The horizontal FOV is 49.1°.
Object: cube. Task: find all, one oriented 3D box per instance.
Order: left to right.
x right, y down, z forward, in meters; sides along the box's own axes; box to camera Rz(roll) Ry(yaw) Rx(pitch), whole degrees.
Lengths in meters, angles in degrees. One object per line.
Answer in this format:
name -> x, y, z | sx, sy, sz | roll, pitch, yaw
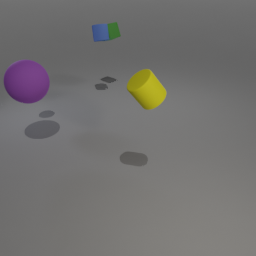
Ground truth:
cube -> -0.909, -4.758, 13.848 | 0.700, 0.700, 0.700 | -34, 29, -33

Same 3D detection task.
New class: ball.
ball -> -3.260, -1.491, 9.059 | 1.400, 1.400, 1.400 | 0, 29, 0

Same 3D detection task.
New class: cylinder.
cylinder -> -1.241, -4.299, 12.648 | 0.700, 0.700, 0.700 | -6, 16, 2
cylinder -> 0.442, -0.908, 6.642 | 0.700, 0.700, 0.700 | -27, 38, 24
